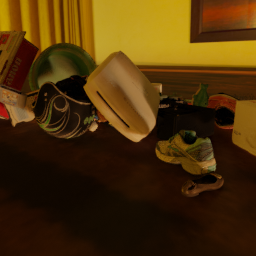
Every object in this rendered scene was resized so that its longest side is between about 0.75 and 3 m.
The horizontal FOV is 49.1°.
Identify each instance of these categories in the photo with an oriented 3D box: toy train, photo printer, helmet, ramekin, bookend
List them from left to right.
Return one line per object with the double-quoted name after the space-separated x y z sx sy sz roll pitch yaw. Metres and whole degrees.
-2.662 -1.971 11.413 2.729 2.729 1.333 -9 10 -31 "ramekin"
-1.780 -0.530 7.861 1.733 1.652 1.733 23 34 -17 "helmet"
-0.074 -0.933 7.856 0.909 2.179 2.619 -36 15 26 "photo printer"
1.031 -0.811 10.410 2.290 0.976 1.305 -5 7 -18 "toy train"
1.360 -0.213 8.310 1.715 0.795 1.726 -12 19 -37 "bookend"

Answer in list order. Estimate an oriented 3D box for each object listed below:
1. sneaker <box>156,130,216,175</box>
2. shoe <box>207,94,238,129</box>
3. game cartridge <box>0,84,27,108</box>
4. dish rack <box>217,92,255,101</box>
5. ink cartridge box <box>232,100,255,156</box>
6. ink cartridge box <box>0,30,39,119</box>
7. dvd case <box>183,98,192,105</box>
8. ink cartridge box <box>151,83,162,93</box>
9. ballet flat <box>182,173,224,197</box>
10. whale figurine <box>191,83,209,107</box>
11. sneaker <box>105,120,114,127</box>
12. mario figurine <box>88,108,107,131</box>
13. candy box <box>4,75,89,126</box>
1.206 0.381 6.016 0.696 0.774 1.793 -9 11 -26 "sneaker"
3.209 -0.600 9.513 1.140 0.896 2.507 -2 18 -27 "shoe"
-3.315 -0.882 7.906 0.883 0.588 0.183 20 40 -11 "game cartridge"
4.818 -0.892 10.809 2.328 0.635 1.786 -4 24 -16 "dish rack"
4.314 0.014 6.723 2.792 1.199 2.044 -1 15 -10 "ink cartridge box"
-4.654 -1.951 10.281 2.627 2.992 1.255 11 -14 34 "ink cartridge box"
3.341 -1.064 12.548 1.581 0.238 2.166 1 16 4 "dvd case"
0.629 -1.323 11.800 1.532 1.109 0.643 4 16 15 "ink cartridge box"
1.344 0.956 4.969 1.080 0.250 0.364 -7 14 -37 "ballet flat"
2.661 -1.100 9.992 0.759 0.955 0.495 3 20 -30 "whale figurine"
-0.452 -0.381 9.524 0.741 0.623 1.889 15 7 -21 "sneaker"
-0.880 -0.453 9.014 1.132 0.972 1.834 -11 5 -25 "mario figurine"
-2.629 -1.005 9.538 2.723 0.831 1.857 -22 14 -13 "candy box"
